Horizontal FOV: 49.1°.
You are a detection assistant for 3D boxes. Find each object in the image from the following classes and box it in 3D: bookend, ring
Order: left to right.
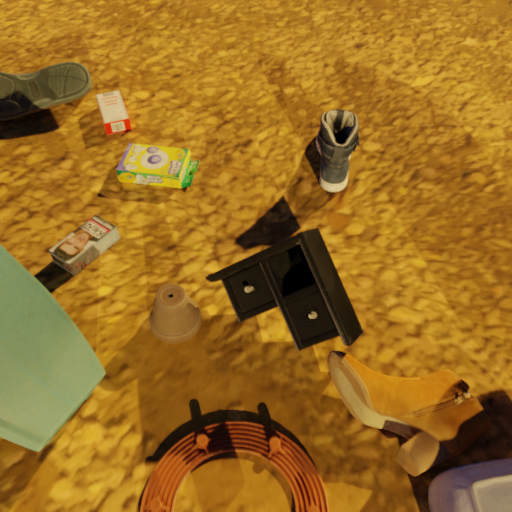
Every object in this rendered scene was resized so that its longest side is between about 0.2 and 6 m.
[{"bbox_3d":[-0.312,3.683,8.114,2.765,0.265,2.765,0,51,0],"label":"ring"},{"bbox_3d":[0.484,0.824,9.749,2.010,0.926,1.998,-24,87,25],"label":"bookend"}]

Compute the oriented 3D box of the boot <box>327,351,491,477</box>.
[{"bbox_3d":[2.452,2.206,9.103,1.711,0.841,2.390,-24,57,-26],"label":"boot"}]

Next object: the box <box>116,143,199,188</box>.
[{"bbox_3d":[-2.232,-2.073,12.914,1.719,0.416,1.009,8,50,4],"label":"box"}]

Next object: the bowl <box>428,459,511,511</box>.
[{"bbox_3d":[3.706,3.849,7.593,2.318,0.865,2.315,-6,49,-3],"label":"bowl"}]

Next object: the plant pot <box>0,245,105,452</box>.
[{"bbox_3d":[-3.934,1.472,8.497,2.967,2.096,2.097,41,58,-2],"label":"plant pot"}]

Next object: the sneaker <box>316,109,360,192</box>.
[{"bbox_3d":[1.834,-2.830,12.747,0.882,1.676,2.319,0,48,3],"label":"sneaker"}]

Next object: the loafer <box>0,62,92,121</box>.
[{"bbox_3d":[-5.938,-4.098,14.391,3.469,1.091,1.246,-13,92,-9],"label":"loafer"}]

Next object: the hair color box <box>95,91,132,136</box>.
[{"bbox_3d":[-3.636,-3.653,14.256,0.654,0.395,1.289,-15,52,-12],"label":"hair color box"}]

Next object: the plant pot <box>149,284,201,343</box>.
[{"bbox_3d":[-1.476,0.952,10.056,0.963,0.840,0.963,1,49,-1],"label":"plant pot"}]

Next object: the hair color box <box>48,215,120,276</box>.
[{"bbox_3d":[-3.466,-0.235,11.354,0.627,0.384,1.266,29,56,24],"label":"hair color box"}]
